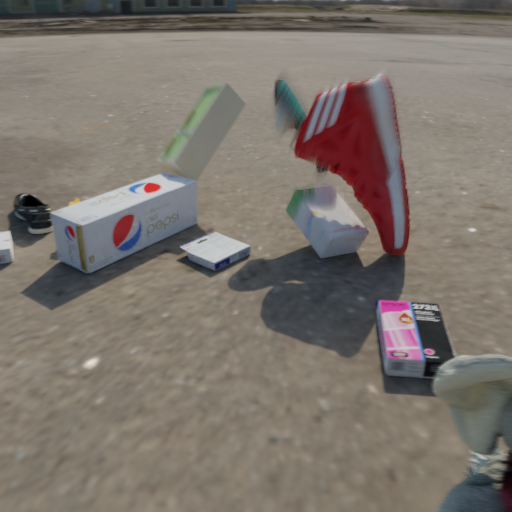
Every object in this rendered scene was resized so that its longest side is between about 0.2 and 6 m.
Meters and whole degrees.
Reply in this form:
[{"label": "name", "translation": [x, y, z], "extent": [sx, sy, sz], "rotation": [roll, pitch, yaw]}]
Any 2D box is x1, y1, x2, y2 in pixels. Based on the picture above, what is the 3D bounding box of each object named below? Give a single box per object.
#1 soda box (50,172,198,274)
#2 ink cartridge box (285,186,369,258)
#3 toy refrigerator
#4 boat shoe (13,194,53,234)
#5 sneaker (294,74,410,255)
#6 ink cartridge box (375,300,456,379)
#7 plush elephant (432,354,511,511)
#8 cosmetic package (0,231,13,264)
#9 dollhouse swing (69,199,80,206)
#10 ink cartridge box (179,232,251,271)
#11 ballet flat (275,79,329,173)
[{"label": "soda box", "translation": [-2.358, -0.703, 10.537], "extent": [0.899, 0.961, 2.823], "rotation": [20, 33, 33]}, {"label": "ink cartridge box", "translation": [1.289, -0.634, 10.258], "extent": [0.931, 0.561, 1.282], "rotation": [-11, 51, -35]}, {"label": "toy refrigerator", "translation": [-1.192, -2.646, 11.907], "extent": [0.804, 0.741, 2.118], "rotation": [13, 68, 50]}, {"label": "boat shoe", "translation": [-4.613, -1.024, 11.586], "extent": [0.642, 0.604, 1.788], "rotation": [-18, 31, -28]}, {"label": "sneaker", "translation": [1.719, -1.490, 10.113], "extent": [1.830, 3.167, 1.241], "rotation": [-8, 6, 15]}, {"label": "ink cartridge box", "translation": [2.201, 1.037, 7.911], "extent": [0.879, 0.344, 1.857], "rotation": [3, 25, 6]}, {"label": "plush elephant", "translation": [2.406, 1.875, 4.215], "extent": [2.318, 2.179, 2.814], "rotation": [0, 27, 0]}, {"label": "cosmetic package", "translation": [-4.668, -0.144, 10.186], "extent": [0.422, 0.307, 0.830], "rotation": [-11, 31, -21]}, {"label": "dollhouse swing", "translation": [-3.296, -0.733, 10.888], "extent": [0.646, 0.711, 0.625], "rotation": [5, 26, 9]}, {"label": "ink cartridge box", "translation": [-0.747, -0.094, 10.201], "extent": [0.943, 0.192, 0.942], "rotation": [24, 35, 38]}, {"label": "ballet flat", "translation": [0.825, -2.452, 10.825], "extent": [0.763, 0.763, 2.090], "rotation": [-30, 80, -44]}]
